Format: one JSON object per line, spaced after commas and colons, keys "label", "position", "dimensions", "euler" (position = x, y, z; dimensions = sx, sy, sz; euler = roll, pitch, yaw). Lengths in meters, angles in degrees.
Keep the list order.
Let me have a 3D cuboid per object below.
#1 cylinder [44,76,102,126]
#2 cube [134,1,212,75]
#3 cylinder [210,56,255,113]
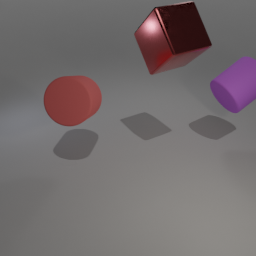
{"label": "cylinder", "position": [-1.602, -0.855, 8.405], "dimensions": [1.400, 1.400, 1.400], "euler": [3, 12, 6]}
{"label": "cube", "position": [1.257, -2.564, 8.113], "dimensions": [1.400, 1.400, 1.400], "euler": [-20, -4, -25]}
{"label": "cylinder", "position": [3.794, -1.459, 9.546], "dimensions": [1.400, 1.400, 1.400], "euler": [-38, 36, -1]}
